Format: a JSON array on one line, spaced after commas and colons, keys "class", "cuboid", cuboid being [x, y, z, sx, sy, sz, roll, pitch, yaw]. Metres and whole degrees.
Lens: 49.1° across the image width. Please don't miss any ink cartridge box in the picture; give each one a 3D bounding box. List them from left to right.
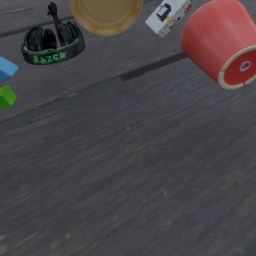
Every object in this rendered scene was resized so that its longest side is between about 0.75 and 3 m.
[{"class": "ink cartridge box", "cuboid": [0.759, -2.107, 5.195, 0.325, 0.786, 0.573, 48, 22, 6]}]

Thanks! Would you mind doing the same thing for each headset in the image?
[{"class": "headset", "cuboid": [-1.864, -2.359, 7.019, 1.485, 1.130, 2.404, -9, 35, -1]}]

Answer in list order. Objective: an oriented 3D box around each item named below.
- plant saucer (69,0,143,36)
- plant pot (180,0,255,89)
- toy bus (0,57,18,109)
[{"class": "plant saucer", "cuboid": [-0.572, -3.404, 7.336, 1.927, 1.927, 0.341, -6, 42, -7]}, {"class": "plant pot", "cuboid": [2.376, -1.906, 6.688, 1.781, 1.781, 1.576, -11, 53, -12]}, {"class": "toy bus", "cuboid": [-3.491, -1.277, 5.688, 2.451, 2.313, 1.267, -27, 33, 23]}]
